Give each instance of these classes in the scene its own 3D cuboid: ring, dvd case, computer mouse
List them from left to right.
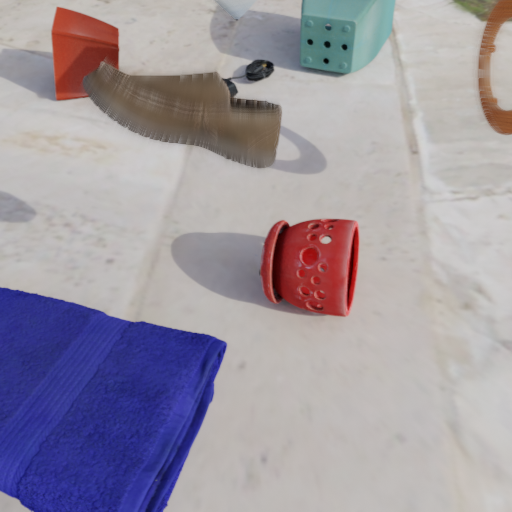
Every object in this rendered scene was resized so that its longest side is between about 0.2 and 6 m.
[{"bbox_3d":[-0.546,-3.695,12.216,0.888,0.516,3.030,26,43,28],"label":"computer mouse"},{"bbox_3d":[-0.051,-4.157,8.399,0.108,1.229,0.877,52,18,10],"label":"dvd case"},{"bbox_3d":[3.492,-2.599,7.632,0.178,1.860,1.860,-6,43,-2],"label":"ring"}]

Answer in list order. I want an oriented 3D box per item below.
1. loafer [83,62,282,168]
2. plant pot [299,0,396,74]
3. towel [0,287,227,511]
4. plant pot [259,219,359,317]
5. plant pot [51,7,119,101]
[{"bbox_3d":[-0.572,-1.386,5.034,1.910,0.678,0.697,10,29,-33],"label":"loafer"},{"bbox_3d":[2.025,-5.628,13.172,1.986,1.985,2.810,15,50,15],"label":"plant pot"},{"bbox_3d":[-2.269,1.606,6.321,3.408,0.844,2.517,13,38,13],"label":"towel"},{"bbox_3d":[0.741,0.117,7.522,1.175,1.290,1.290,6,43,18],"label":"plant pot"},{"bbox_3d":[-3.657,-4.355,12.187,1.329,1.508,1.506,-1,42,-14],"label":"plant pot"}]
